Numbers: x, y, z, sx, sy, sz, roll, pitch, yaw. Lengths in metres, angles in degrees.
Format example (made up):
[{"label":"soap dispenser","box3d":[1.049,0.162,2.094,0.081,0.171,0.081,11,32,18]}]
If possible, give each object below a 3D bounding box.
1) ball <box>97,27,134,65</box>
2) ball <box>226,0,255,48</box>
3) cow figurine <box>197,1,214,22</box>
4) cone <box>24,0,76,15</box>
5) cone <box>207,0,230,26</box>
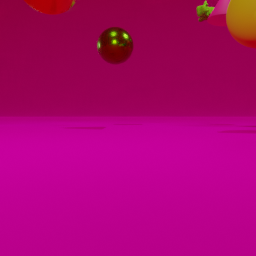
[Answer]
[{"label":"ball","box3d":[-0.420,-2.743,9.369,1.220,1.220,1.220,0,3,0]},{"label":"ball","box3d":[2.281,-1.952,4.767,1.148,1.148,1.148,0,3,0]},{"label":"cow figurine","box3d":[3.043,-4.438,10.707,1.016,0.558,1.000,-11,2,-14]},{"label":"cone","box3d":[-1.479,-3.239,5.631,1.438,1.438,1.444,-1,3,-27]},{"label":"cone","box3d":[3.196,-4.049,9.137,1.084,1.088,1.084,6,2,0]}]
